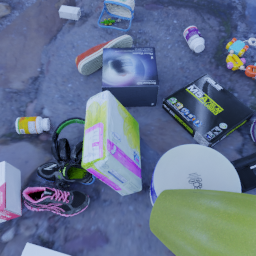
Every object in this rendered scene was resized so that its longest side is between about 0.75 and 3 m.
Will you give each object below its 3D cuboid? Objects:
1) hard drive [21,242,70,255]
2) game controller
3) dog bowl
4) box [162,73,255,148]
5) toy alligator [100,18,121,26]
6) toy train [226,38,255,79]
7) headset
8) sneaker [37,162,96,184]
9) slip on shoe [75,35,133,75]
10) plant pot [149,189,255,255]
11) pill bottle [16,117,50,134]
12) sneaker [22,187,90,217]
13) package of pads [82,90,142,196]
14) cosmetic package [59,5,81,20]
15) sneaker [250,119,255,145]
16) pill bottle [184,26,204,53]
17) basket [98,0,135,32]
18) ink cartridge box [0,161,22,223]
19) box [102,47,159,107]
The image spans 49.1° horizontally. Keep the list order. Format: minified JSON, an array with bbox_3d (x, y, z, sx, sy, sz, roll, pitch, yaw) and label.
[{"bbox_3d":[-2.545,4.627,7.639,1.622,0.323,2.460,13,58,8],"label":"hard drive"},{"bbox_3d":[4.418,1.454,9.731,2.150,0.453,1.122,-17,73,-10],"label":"game controller"},{"bbox_3d":[2.093,1.923,8.959,2.737,1.078,2.737,0,57,0],"label":"dog bowl"},{"bbox_3d":[3.076,-0.724,10.905,2.496,0.614,2.585,-31,62,-19],"label":"box"},{"bbox_3d":[-0.889,-5.410,14.241,1.040,0.309,0.282,-11,17,-7],"label":"toy alligator"},{"bbox_3d":[5.193,-3.008,12.488,1.728,0.640,2.301,4,60,1],"label":"toy train"},{"bbox_3d":[-1.970,0.790,9.630,1.554,1.182,2.516,9,74,6],"label":"headset"},{"bbox_3d":[-2.041,1.407,9.172,1.974,0.818,0.700,5,66,10],"label":"sneaker"},{"bbox_3d":[-1.063,-3.403,12.510,2.926,1.084,0.895,-33,58,-14],"label":"slip on shoe"},{"bbox_3d":[1.903,2.445,6.836,2.526,2.363,2.363,14,56,32],"label":"plant pot"},{"bbox_3d":[-3.558,-0.109,10.550,1.134,0.630,0.630,-3,57,-2],"label":"pill bottle"},{"bbox_3d":[-2.302,2.212,8.817,2.149,1.025,0.849,2,55,-1],"label":"sneaker"},{"bbox_3d":[-0.479,0.435,9.065,0.971,2.200,2.848,-22,46,22],"label":"package of pads"},{"bbox_3d":[-3.006,-5.973,14.502,0.999,0.424,0.537,11,59,8],"label":"cosmetic package"},{"bbox_3d":[5.255,-0.423,10.276,0.997,1.173,2.680,21,52,13],"label":"sneaker"},{"bbox_3d":[3.129,-4.147,13.143,0.706,0.706,1.256,-12,58,-8],"label":"pill bottle"},{"bbox_3d":[-0.517,-5.784,13.926,1.664,1.313,1.887,14,87,11],"label":"basket"},{"bbox_3d":[-4.497,2.175,8.606,2.170,0.915,1.571,-19,58,5],"label":"ink cartridge box"},{"bbox_3d":[0.077,-2.092,11.431,2.195,1.353,2.177,-2,58,-1],"label":"box"}]
